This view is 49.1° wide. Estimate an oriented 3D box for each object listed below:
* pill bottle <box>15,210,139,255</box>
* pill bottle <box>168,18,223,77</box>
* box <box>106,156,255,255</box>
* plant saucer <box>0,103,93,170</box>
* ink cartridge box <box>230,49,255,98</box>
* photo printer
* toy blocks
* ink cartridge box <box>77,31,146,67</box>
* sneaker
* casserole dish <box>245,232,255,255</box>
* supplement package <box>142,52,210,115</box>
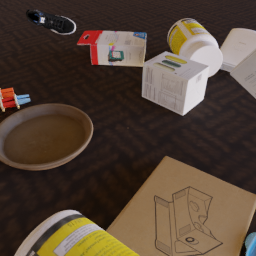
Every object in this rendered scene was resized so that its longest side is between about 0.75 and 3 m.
[{"bbox_3d":[-0.239,2.556,4.021,2.841,1.581,1.581,25,45,27],"label":"pill bottle"},{"bbox_3d":[2.626,-3.189,11.169,1.560,1.560,2.730,-4,39,-5],"label":"pill bottle"},{"bbox_3d":[1.153,1.952,5.787,2.365,0.308,2.893,22,43,25],"label":"box"},{"bbox_3d":[-2.353,0.214,7.874,2.743,0.404,2.743,1,38,0],"label":"plant saucer"},{"bbox_3d":[2.501,-0.523,3.945,1.828,1.795,0.396,44,86,4],"label":"ink cartridge box"},{"bbox_3d":[4.501,-3.086,11.123,1.564,0.653,1.880,28,79,27],"label":"photo printer"},{"bbox_3d":[-4.016,-1.009,9.315,1.366,0.496,1.139,-15,42,-18],"label":"toy blocks"},{"bbox_3d":[-0.637,-3.431,11.977,2.737,0.920,1.590,4,39,5],"label":"ink cartridge box"},{"bbox_3d":[-2.653,-3.562,9.488,1.622,0.593,0.907,16,20,-1],"label":"sneaker"},{"bbox_3d":[2.929,2.576,4.984,1.759,0.341,1.065,29,47,32],"label":"casserole dish"},{"bbox_3d":[1.535,-1.530,9.317,1.720,1.296,1.305,29,47,31],"label":"supplement package"}]
